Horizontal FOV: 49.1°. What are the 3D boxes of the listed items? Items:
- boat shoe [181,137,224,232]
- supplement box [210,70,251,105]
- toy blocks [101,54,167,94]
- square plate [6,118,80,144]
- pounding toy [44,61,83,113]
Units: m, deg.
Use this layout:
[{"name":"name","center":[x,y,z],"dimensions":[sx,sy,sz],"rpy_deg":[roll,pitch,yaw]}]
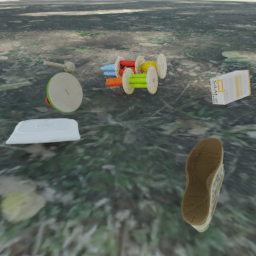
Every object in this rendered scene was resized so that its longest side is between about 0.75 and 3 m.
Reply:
[{"name":"boat shoe","center":[1.246,0.878,4.612],"dimensions":[0.573,0.490,1.563],"rpy_deg":[3,56,34]},{"name":"supplement box","center":[3.177,-1.271,8.651],"dimensions":[1.287,0.811,0.473],"rpy_deg":[-19,17,-29]},{"name":"toy blocks","center":[-0.056,-1.805,9.473],"dimensions":[2.318,0.842,1.932],"rpy_deg":[2,35,25]},{"name":"square plate","center":[-1.955,0.020,6.666],"dimensions":[1.548,0.220,1.533],"rpy_deg":[-3,16,-12]},{"name":"pounding toy","center":[-1.883,-1.080,7.652],"dimensions":[0.644,1.388,1.072],"rpy_deg":[-5,5,43]}]
